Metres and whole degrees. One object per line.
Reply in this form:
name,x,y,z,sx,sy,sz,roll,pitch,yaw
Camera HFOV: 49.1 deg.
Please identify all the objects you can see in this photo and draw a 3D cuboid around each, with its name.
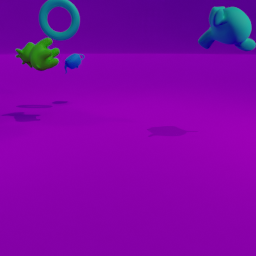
teapot,-2.296,-2.725,11.750,1.145,0.561,0.712,-41,32,-13
cow figurine,-2.948,-2.272,8.994,1.450,0.809,1.474,-23,45,11
ring,-2.462,-3.889,10.050,1.453,1.453,0.291,-1,12,-3
monkey head,2.382,-2.369,6.941,1.641,1.181,0.989,23,28,-35
